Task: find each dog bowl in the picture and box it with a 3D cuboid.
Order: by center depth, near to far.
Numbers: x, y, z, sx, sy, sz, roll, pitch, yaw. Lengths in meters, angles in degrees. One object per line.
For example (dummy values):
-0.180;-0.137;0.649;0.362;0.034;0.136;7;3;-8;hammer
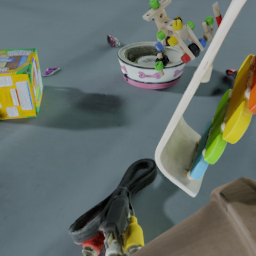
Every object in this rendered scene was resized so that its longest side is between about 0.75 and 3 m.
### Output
0.899;-2.324;10.330;2.566;0.946;2.566;0;36;0;dog bowl

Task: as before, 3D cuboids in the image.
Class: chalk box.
-3.530;-1.538;8.745;1.494;1.501;2.413;-5;37;-7;chalk box

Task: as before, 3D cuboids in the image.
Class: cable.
-0.153;1.561;5.483;1.354;0.702;2.788;-8;20;19;cable

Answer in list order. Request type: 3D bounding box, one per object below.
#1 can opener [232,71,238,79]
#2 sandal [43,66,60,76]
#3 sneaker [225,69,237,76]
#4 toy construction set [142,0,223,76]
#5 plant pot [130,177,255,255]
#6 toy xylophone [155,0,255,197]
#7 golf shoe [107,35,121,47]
3.992;-1.289;9.166;0.896;0.722;2.278;-26;25;9;can opener
-3.007;-2.245;10.847;0.341;0.206;0.839;17;39;22;sandal
4.083;-2.065;10.519;0.350;0.298;0.808;-22;41;-30;sneaker
1.255;-2.506;6.717;1.863;1.432;1.554;-22;41;14;toy construction set
1.006;2.019;3.470;2.032;2.330;2.330;-20;36;4;plant pot
1.028;-0.572;2.722;0.641;2.552;1.869;27;53;6;toy xylophone
-0.706;-4.168;13.439;0.462;0.364;1.003;-12;46;-23;golf shoe
